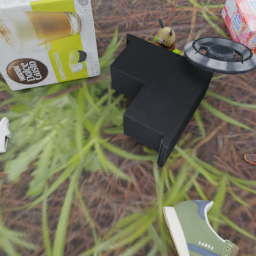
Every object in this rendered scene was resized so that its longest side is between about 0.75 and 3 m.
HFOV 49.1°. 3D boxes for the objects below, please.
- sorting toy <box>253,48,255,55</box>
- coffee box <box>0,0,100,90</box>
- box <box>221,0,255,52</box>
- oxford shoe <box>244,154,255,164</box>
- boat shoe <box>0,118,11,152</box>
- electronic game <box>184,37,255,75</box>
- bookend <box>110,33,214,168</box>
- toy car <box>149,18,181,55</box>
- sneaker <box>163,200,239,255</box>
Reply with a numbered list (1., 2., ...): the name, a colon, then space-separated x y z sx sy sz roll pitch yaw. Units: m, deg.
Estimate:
1. sorting toy: 4.458 -1.800 8.920 0.611 0.615 1.775 -38 63 6
2. coffee box: -2.590 -3.296 8.289 2.886 2.914 2.919 -11 61 -6
3. box: 4.117 -3.698 9.586 1.001 1.085 2.114 -7 60 -4
4. oxford shoe: 3.548 0.802 7.498 0.798 0.289 0.284 7 61 4
5. boat shoe: -3.439 0.196 7.809 0.336 0.368 1.023 6 61 -4
6. electronic game: 2.429 -1.925 7.384 1.900 0.395 1.900 3 39 -2
7. bookend: 0.476 -0.871 7.868 2.776 1.287 2.794 27 65 15
8. toy car: 1.124 -2.827 8.978 1.006 1.275 1.047 -33 65 -18
9. sneaker: 1.790 2.866 5.894 1.310 0.978 2.917 -18 59 -2
